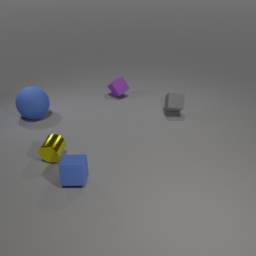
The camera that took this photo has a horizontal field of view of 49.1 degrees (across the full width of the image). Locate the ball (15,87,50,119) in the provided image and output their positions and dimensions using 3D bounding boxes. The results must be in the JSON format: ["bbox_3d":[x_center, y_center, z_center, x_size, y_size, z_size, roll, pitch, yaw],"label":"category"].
[{"bbox_3d":[-4.101,-1.081,12.072,1.400,1.400,1.400,0,28,0],"label":"ball"}]

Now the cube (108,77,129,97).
[{"bbox_3d":[-0.485,-2.088,14.239,0.700,0.700,0.700,-40,17,-18],"label":"cube"}]

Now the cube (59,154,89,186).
[{"bbox_3d":[-1.595,1.242,8.326,0.700,0.700,0.700,-2,19,2],"label":"cube"}]

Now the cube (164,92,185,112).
[{"bbox_3d":[2.042,-1.132,12.341,0.700,0.700,0.700,5,-7,-5],"label":"cube"}]

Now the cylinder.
[{"bbox_3d":[-2.516,0.662,9.334,0.700,0.700,0.700,6,39,11],"label":"cylinder"}]
